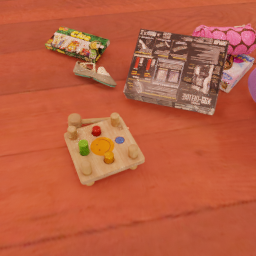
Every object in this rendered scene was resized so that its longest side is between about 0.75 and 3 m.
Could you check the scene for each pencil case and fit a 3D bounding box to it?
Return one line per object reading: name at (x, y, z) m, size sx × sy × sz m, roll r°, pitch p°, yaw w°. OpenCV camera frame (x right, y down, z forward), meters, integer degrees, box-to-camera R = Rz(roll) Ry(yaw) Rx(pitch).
pencil case at (2.949, -2.750, 8.683) m, size 1.972 × 0.924 × 0.895 m, roll -6°, pitch 22°, yaw -18°

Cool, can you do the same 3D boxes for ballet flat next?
ballet flat at (-0.998, -1.700, 8.593) m, size 1.557 × 0.496 × 0.525 m, roll 21°, pitch 13°, yaw 20°

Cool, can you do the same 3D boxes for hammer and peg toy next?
hammer and peg toy at (-0.678, 0.215, 6.741) m, size 1.582 × 0.758 × 2.150 m, roll -18°, pitch 50°, yaw -15°

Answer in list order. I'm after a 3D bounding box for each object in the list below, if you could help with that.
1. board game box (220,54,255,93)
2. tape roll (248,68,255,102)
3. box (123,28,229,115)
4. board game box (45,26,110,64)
board game box at (2.860, -2.066, 9.049) m, size 1.783 × 0.367 × 1.779 m, roll 31°, pitch 54°, yaw 24°
tape roll at (4.255, -1.184, 7.676) m, size 1.698 × 0.722 × 1.698 m, roll 5°, pitch 64°, yaw -11°
box at (1.338, -1.597, 7.811) m, size 2.528 × 0.629 × 1.993 m, roll 12°, pitch 80°, yaw 13°
board game box at (-1.749, -2.906, 9.690) m, size 2.028 × 0.238 × 1.063 m, roll 20°, pitch 60°, yaw 17°
